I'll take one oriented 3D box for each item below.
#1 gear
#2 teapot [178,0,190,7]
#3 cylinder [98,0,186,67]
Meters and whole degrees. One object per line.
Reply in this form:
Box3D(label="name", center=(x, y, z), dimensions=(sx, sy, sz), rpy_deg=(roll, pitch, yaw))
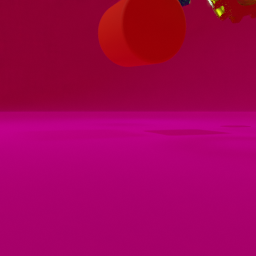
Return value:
Box3D(label="gear", center=(2.036, -2.370, 4.439), dimensions=(1.507, 0.279, 1.507), rpy_deg=(-16, -25, -8))
Box3D(label="teapot", center=(1.411, -3.532, 7.169), dimensions=(0.715, 0.907, 1.459), rpy_deg=(11, 38, 11))
Box3D(label="cylinder", center=(0.230, -1.906, 5.504), dimensions=(1.322, 1.322, 1.322), rpy_deg=(-2, 9, -24))
